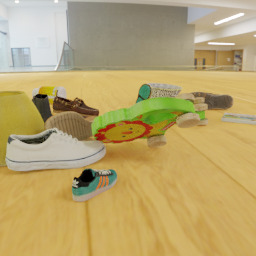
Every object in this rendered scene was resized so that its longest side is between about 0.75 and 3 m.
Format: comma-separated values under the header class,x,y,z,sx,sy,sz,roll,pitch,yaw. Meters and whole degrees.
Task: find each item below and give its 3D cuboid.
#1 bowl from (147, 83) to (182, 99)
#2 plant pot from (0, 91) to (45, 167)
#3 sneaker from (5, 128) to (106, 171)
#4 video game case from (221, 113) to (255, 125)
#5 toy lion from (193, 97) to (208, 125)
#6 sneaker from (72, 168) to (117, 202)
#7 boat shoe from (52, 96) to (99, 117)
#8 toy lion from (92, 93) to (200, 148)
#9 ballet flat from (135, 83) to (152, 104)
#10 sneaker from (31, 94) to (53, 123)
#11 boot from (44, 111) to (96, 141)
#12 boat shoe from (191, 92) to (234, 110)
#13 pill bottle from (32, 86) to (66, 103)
class,x,y,z,sx,sy,sz,roll,pitch,yaw
bowl,2.052,-2.000,16.746,2.277,1.069,2.277,5,18,-2
plant pot,-3.721,-0.144,8.504,2.584,1.834,2.584,0,15,0
sneaker,-1.830,0.511,7.490,2.675,0.947,0.977,-5,25,-27
video game case,5.128,-0.440,12.843,1.487,0.170,1.353,8,17,24
toy lion,2.325,-0.775,13.077,2.555,0.915,2.666,-4,14,11
sneaker,-0.698,1.121,6.260,0.490,0.549,1.374,9,18,31
boat shoe,-2.531,-1.020,13.390,2.581,0.908,0.909,10,3,20
toy lion,0.314,-0.143,8.026,2.505,0.897,2.613,4,-25,-28
ballet flat,0.855,-1.632,14.137,0.714,2.021,0.714,8,54,-11
sneaker,-3.902,-0.885,12.126,0.935,1.328,2.500,-18,23,-38
boot,-2.118,0.030,9.273,2.205,0.959,2.651,-4,-1,38
boat shoe,4.337,-1.470,15.356,2.663,1.008,0.956,7,10,-3
pill bottle,-4.792,-2.012,17.014,1.895,1.035,1.035,3,15,12
